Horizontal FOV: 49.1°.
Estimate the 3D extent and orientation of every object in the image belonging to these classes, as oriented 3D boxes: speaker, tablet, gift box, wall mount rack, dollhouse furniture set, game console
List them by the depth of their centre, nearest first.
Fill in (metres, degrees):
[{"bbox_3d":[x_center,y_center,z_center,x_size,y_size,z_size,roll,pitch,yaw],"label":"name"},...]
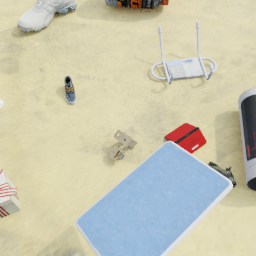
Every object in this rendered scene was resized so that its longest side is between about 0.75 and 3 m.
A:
[{"bbox_3d":[0.386,1.233,4.505,2.265,0.155,1.474,-38,47,-18],"label":"tablet"},{"bbox_3d":[-3.168,1.627,6.881,0.977,0.912,0.901,-26,60,-15],"label":"gift box"},{"bbox_3d":[3.722,0.286,7.666,1.153,1.153,2.839,7,56,5],"label":"speaker"},{"bbox_3d":[-0.218,0.520,7.978,0.531,0.534,0.758,37,93,23],"label":"dollhouse furniture set"},{"bbox_3d":[1.698,0.344,8.260,0.920,0.546,0.793,-32,92,-19],"label":"game console"},{"bbox_3d":[1.918,-2.532,9.635,2.372,0.884,2.061,-8,65,-6],"label":"wall mount rack"}]

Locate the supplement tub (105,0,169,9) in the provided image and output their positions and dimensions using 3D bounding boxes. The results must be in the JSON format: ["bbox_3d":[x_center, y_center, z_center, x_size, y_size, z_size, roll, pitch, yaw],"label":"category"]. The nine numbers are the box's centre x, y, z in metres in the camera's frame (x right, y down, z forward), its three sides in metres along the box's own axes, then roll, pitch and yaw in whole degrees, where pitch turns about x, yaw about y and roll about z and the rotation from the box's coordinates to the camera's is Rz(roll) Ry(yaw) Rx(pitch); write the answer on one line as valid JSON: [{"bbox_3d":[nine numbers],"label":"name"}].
[{"bbox_3d":[0.402,-5.805,11.525,2.642,1.619,1.619,5,56,4],"label":"supplement tub"}]

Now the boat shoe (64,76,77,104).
[{"bbox_3d":[-1.914,-1.248,9.134,0.338,0.434,0.955,-14,57,-9],"label":"boat shoe"}]

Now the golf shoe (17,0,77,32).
[{"bbox_3d":[-3.318,-4.927,11.112,1.088,1.352,2.780,36,65,19],"label":"golf shoe"}]

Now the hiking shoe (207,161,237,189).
[{"bbox_3d":[2.095,1.250,7.444,1.443,0.546,0.726,8,46,-5],"label":"hiking shoe"}]
